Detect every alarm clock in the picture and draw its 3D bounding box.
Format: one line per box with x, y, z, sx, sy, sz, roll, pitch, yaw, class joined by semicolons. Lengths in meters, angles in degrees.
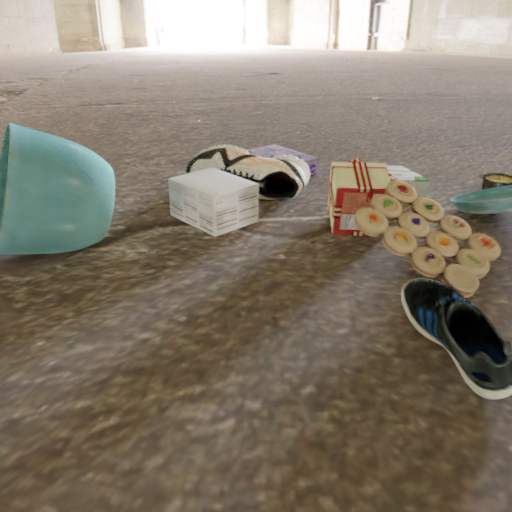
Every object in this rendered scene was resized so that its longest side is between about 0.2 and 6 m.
6.550;-1.995;15.316;0.889;0.439;1.318;-7;29;-14;alarm clock

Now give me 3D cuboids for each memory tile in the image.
3.380;-0.430;11.007;2.660;0.223;2.039;37;50;17;memory tile

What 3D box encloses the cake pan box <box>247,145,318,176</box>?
0.398;-2.763;16.750;2.008;0.570;2.181;-18;31;-36;cake pan box

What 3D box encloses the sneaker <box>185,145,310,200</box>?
-0.270;-2.159;14.793;3.337;1.230;1.335;3;28;7;sneaker

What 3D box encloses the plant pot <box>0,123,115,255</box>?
-4.143;-1.240;11.560;2.095;2.611;2.611;5;21;-28;plant pot

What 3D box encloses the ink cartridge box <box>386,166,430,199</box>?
3.814;-1.979;15.038;1.002;0.568;1.367;-3;26;-20;ink cartridge box

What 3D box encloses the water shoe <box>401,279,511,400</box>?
3.003;0.912;8.322;0.922;1.018;2.579;-25;37;-5;water shoe

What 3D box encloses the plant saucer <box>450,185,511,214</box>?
6.088;-1.377;13.326;2.768;0.379;2.768;-10;9;2;plant saucer

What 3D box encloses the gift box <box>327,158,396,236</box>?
2.452;-1.308;12.915;1.566;1.445;1.462;5;35;-2;gift box

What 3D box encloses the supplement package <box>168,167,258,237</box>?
-1.013;-1.336;13.352;1.379;0.982;1.771;-22;34;-37;supplement package
